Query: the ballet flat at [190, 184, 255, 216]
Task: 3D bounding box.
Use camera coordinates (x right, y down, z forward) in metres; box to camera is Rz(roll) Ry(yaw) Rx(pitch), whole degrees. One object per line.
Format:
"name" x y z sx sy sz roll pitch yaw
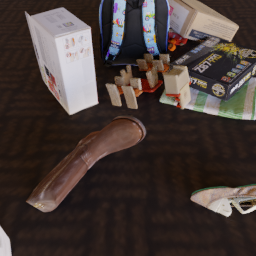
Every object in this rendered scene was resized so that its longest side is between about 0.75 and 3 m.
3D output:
"ballet flat" 2.247 1.567 6.032 1.733 0.590 0.583 -6 50 -5

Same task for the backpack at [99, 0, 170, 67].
"backpack" 0.214 -3.694 9.813 2.536 2.778 1.869 1 44 3

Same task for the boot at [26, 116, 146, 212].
"boot" -0.941 0.831 6.013 0.782 2.269 2.434 53 50 -10

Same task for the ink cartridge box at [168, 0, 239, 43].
"ink cartridge box" 2.582 -4.435 11.262 2.349 1.071 2.852 2 39 -31

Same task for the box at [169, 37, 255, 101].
"box" 2.993 -2.063 9.278 2.133 0.650 2.646 29 51 34

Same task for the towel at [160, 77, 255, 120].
"towel" 2.716 -1.223 9.032 2.874 0.336 2.192 15 46 15

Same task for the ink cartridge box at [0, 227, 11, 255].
"ink cartridge box" -2.938 1.970 4.528 1.500 2.060 0.873 -14 46 -14

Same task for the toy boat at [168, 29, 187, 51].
"toy boat" 1.766 -3.426 11.102 1.113 0.727 0.726 12 -3 -20

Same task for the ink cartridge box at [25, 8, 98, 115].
"ink cartridge box" -1.946 -2.080 8.357 1.049 2.501 2.196 -26 50 -24

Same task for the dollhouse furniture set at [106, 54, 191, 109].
"dollhouse furniture set" 0.788 -1.323 8.749 2.170 1.130 2.193 12 43 36
